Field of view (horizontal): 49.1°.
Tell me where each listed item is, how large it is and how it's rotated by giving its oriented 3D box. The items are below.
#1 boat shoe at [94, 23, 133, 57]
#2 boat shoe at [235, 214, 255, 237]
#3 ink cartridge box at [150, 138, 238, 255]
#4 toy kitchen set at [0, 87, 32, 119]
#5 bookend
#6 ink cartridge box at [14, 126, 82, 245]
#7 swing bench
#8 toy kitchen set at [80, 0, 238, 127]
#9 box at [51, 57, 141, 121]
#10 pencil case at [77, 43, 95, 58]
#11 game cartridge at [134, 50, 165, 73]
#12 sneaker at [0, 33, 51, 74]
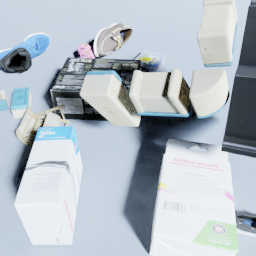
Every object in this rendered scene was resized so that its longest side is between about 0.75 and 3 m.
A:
[{"bbox_3d":[-0.589,-3.757,11.877,0.831,1.003,2.791,10,36,16],"label":"boat shoe"},{"bbox_3d":[2.766,1.983,5.715,1.242,0.412,0.434,10,42,11],"label":"boat shoe"},{"bbox_3d":[1.380,1.443,5.980,1.507,0.866,2.574,8,42,9],"label":"ink cartridge box"},{"bbox_3d":[-4.089,-1.144,8.401,1.973,1.580,1.162,-9,41,-10],"label":"toy kitchen set"},{"bbox_3d":[2.704,-1.139,5.294,1.226,2.663,2.646,11,23,21],"label":"bookend"},{"bbox_3d":[-1.532,1.157,5.853,0.842,1.459,2.011,-1,41,-1],"label":"ink cartridge box"},{"bbox_3d":[-2.347,-0.049,7.840,1.122,0.728,1.116,-2,41,6],"label":"swing bench"},{"bbox_3d":[0.747,-1.203,5.677,2.615,1.540,2.095,4,70,26],"label":"toy kitchen set"},{"bbox_3d":[-0.884,-1.272,8.913,2.529,1.089,2.071,2,41,3],"label":"box"},{"bbox_3d":[-1.613,-2.730,10.924,0.636,0.664,1.536,-13,41,-6],"label":"pencil case"},{"bbox_3d":[0.821,-2.583,11.047,1.061,0.322,1.591,21,45,17],"label":"game cartridge"},{"bbox_3d":[-3.859,-2.889,10.859,2.423,0.930,1.348,-33,45,-27],"label":"sneaker"}]
